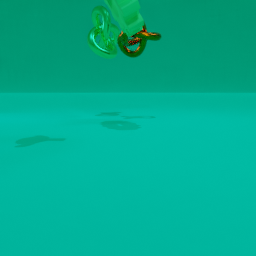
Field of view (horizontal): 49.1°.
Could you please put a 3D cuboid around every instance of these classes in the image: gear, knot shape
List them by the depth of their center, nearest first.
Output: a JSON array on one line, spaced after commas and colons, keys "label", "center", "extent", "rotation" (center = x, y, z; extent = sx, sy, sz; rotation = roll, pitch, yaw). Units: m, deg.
[{"label": "gear", "center": [-0.285, -2.862, 5.827], "extent": [0.349, 1.887, 1.887], "rotation": [-30, 8, 2]}, {"label": "knot shape", "center": [0.206, -2.644, 8.384], "extent": [1.368, 0.632, 1.281], "rotation": [6, -25, -36]}, {"label": "knot shape", "center": [-0.813, -3.023, 9.450], "extent": [0.822, 1.665, 1.780], "rotation": [-5, -35, 13]}]
